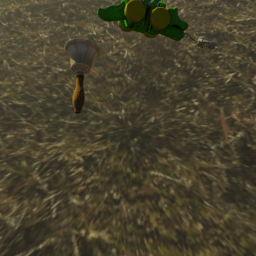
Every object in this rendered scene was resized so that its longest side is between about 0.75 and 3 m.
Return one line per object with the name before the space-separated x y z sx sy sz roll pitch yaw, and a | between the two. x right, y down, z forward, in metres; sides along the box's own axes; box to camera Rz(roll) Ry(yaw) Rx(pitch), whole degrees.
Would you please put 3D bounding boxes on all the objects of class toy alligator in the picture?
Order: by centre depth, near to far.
toy alligator | 0.441 -1.466 3.725 1.674 0.496 0.454 11 89 -12

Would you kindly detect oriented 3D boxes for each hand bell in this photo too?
hand bell | -1.125 -1.125 6.566 0.879 0.879 1.687 1 70 1

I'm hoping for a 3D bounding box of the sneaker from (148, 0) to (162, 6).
sneaker | 0.310 -2.232 5.383 0.356 0.940 0.362 38 35 -7
